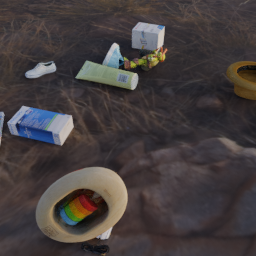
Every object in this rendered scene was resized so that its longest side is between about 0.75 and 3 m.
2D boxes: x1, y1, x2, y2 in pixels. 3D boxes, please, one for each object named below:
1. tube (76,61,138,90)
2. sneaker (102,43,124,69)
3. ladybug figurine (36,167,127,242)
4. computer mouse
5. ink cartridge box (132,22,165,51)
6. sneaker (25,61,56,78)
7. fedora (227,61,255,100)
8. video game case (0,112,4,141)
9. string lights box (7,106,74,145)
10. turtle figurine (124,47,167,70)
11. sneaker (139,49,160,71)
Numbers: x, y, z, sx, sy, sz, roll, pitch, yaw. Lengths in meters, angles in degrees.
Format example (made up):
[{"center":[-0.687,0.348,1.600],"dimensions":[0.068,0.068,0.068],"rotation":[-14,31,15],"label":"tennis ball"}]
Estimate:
[{"center":[-0.916,-2.322,12.302],"dimensions":[2.753,0.715,0.799],"rotation":[16,24,20],"label":"tube"},{"center":[-0.613,-3.347,13.479],"dimensions":[0.875,0.790,2.137],"rotation":[28,39,-10],"label":"sneaker"},{"center":[-1.137,1.826,6.869],"dimensions":[2.579,1.751,0.928],"rotation":[-34,16,17],"label":"ladybug figurine"},{"center":[-0.669,2.606,7.216],"dimensions":[0.688,0.275,1.254],"rotation":[10,44,11],"label":"computer mouse"},{"center":[1.042,-4.738,14.608],"dimensions":[1.438,1.040,1.058],"rotation":[16,45,17],"label":"ink cartridge box"},{"center":[-4.023,-2.716,12.814],"dimensions":[1.430,0.506,0.522],"rotation":[-26,49,-25],"label":"sneaker"},{"center":[5.170,-1.843,11.512],"dimensions":[2.443,0.996,2.443],"rotation":[3,41,-2],"label":"fedora"},{"center":[-5.281,0.323,9.748],"dimensions":[1.644,0.207,2.296],"rotation":[-9,44,-9],"label":"video game case"},{"center":[-3.073,-0.115,9.934],"dimensions":[1.981,0.584,1.018],"rotation":[11,44,12],"label":"string lights box"},{"center":[0.836,-3.002,12.366],"dimensions":[1.903,0.760,2.359],"rotation":[-10,21,11],"label":"turtle figurine"},{"center":[0.809,-3.269,13.346],"dimensions":[0.964,0.643,1.683],"rotation":[19,43,22],"label":"sneaker"}]
